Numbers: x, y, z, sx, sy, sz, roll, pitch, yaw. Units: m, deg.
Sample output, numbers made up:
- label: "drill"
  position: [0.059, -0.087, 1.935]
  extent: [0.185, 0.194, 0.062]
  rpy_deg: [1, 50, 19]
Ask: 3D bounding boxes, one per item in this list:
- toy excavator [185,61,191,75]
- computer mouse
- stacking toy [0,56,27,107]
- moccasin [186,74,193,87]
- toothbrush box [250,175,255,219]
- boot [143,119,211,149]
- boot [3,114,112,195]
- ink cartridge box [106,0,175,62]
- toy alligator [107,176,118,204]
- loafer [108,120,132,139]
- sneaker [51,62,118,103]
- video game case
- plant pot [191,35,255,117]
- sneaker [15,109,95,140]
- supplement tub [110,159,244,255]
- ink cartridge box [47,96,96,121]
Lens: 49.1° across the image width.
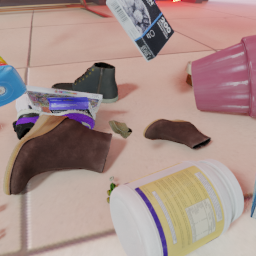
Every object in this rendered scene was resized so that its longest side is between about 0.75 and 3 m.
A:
- label: "toy excavator"
  position: [3.888, -2.488, 12.416]
  extent: [2.238, 1.118, 2.176]
  rpy_deg: [30, 40, 21]
- label: "computer mouse"
  position: [-3.738, -0.741, 10.553]
  extent: [1.459, 0.584, 2.661]
  rpy_deg: [-16, 36, -22]
- label: "stacking toy"
  position: [-3.241, -1.447, 6.563]
  extent: [1.054, 0.997, 1.817]
  rpy_deg: [-29, 60, -11]
- label: "moccasin"
  position: [3.295, -2.064, 12.515]
  extent: [0.688, 0.726, 1.881]
  rpy_deg: [-10, 34, -15]
- label: "toothbrush box"
  position: [3.551, 1.226, 6.767]
  extent: [0.752, 1.291, 1.764]
  rpy_deg: [15, 36, 22]
- label: "boot"
  position: [1.552, 0.225, 8.953]
  extent: [1.787, 0.646, 1.486]
  rpy_deg: [-15, 33, -27]
- label: "boot"
  position: [-1.803, 0.841, 7.699]
  extent: [2.299, 1.000, 2.764]
  rpy_deg: [18, 52, 1]
- label: "ink cartridge box"
  position: [0.633, -3.877, 9.563]
  extent: [0.516, 2.354, 2.376]
  rpy_deg: [-14, 35, 46]
- label: "toy alligator"
  position: [-0.350, 1.608, 7.152]
  extent: [0.321, 0.233, 0.969]
  rpy_deg: [-28, 29, 15]
- label: "loafer"
  position: [-0.178, -0.014, 6.945]
  extent: [0.299, 0.888, 0.338]
  rpy_deg: [-35, 61, 12]
- label: "sneaker"
  position: [-1.839, -1.997, 11.627]
  extent: [2.926, 1.554, 1.094]
  rpy_deg: [4, 32, 7]
- label: "video game case"
  position: [-2.205, -0.972, 9.837]
  extent: [2.427, 0.219, 1.738]
  rpy_deg: [6, -13, -11]
- label: "plant pot"
  position: [3.788, -1.758, 10.408]
  extent: [2.616, 2.922, 2.922]
  rpy_deg: [-7, 30, 18]
- label: "sneaker"
  position: [-2.354, 0.114, 9.061]
  extent: [2.534, 0.881, 1.261]
  rpy_deg: [1, 46, -7]
- label: "supplement tub"
  position: [0.979, 1.646, 5.725]
  extent: [2.325, 1.691, 1.691]
  rpy_deg: [-16, 36, -24]
- label: "ink cartridge box"
  position: [-1.929, -0.621, 9.638]
  extent: [1.396, 1.409, 0.306]
  rpy_deg: [-1, 66, 6]
